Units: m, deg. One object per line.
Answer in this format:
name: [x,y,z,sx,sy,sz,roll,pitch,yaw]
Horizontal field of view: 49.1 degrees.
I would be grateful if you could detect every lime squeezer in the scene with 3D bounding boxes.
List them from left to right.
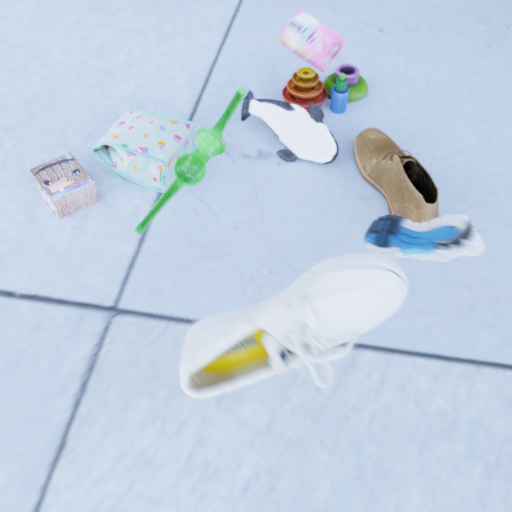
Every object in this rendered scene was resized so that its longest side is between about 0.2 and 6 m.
lime squeezer: [-0.941,-1.523,8.491,0.527,2.795,0.987,48,27,9]

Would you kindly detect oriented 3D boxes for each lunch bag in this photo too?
lunch bag: [-2.568,-2.504,12.756,1.883,1.148,1.604,20,53,9]

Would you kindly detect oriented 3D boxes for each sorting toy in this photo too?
sorting toy: [1.893,-4.497,14.490,2.478,1.017,1.489,-22,53,-18]

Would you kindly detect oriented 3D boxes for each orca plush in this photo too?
orca plush: [0.876,-2.982,13.557,2.733,0.972,1.438,20,97,21]

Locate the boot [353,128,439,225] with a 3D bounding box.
boot: [3.103,-1.924,12.185,1.255,1.286,3.409,-13,50,-8]

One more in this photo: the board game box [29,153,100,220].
board game box: [-4.194,-1.544,12.286,0.984,0.598,1.235,-31,56,-23]

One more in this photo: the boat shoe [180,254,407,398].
boat shoe: [0.378,0.970,6.535,2.983,1.102,1.272,-20,25,13]

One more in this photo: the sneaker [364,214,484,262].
sneaker: [2.518,-0.175,8.480,1.872,0.811,0.702,6,73,46]

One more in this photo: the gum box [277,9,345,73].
gum box: [1.210,-4.643,12.151,1.347,0.446,0.765,43,103,26]
